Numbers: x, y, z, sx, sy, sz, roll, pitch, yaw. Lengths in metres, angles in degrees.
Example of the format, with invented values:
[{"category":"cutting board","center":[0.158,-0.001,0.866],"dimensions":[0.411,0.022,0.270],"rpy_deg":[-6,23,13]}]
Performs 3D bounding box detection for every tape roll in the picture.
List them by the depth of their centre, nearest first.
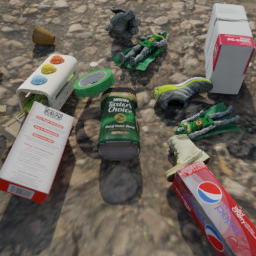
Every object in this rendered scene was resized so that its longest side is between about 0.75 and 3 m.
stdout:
[{"category":"tape roll","center":[-1.158,-1.550,9.586],"dimensions":[1.416,0.340,1.416],"rpy_deg":[-16,31,10]}]

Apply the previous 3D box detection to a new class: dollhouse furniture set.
[{"category":"dollhouse furniture set","center":[-4.064,-0.154,9.358],"dimensions":[2.353,0.909,1.176],"rpy_deg":[34,40,3]}]

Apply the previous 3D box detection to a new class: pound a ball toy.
[{"category":"pound a ball toy","center":[-2.296,-1.729,9.894],"dimensions":[1.956,1.274,3.000],"rpy_deg":[8,40,9]}]

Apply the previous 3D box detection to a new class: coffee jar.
[{"category":"coffee jar","center":[-0.289,-0.237,9.010],"dimensions":[1.303,1.066,2.499],"rpy_deg":[-2,49,-1]}]

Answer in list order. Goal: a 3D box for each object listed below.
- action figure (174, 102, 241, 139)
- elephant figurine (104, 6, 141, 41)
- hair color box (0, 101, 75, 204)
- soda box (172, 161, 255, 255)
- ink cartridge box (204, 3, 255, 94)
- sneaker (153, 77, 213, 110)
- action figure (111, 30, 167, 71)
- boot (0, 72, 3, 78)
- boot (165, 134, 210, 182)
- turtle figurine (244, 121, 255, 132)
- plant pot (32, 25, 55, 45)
[{"category":"action figure","center":[2.555,-0.145,9.295],"dimensions":[2.199,0.601,1.299],"rpy_deg":[-18,54,-10]},{"category":"elephant figurine","center":[-0.329,-4.990,13.069],"dimensions":[1.446,1.586,2.044],"rpy_deg":[-45,40,15]},{"category":"hair color box","center":[-2.580,0.633,8.042],"dimensions":[1.354,0.817,2.667],"rpy_deg":[24,49,-15]},{"category":"soda box","center":[2.211,2.166,7.053],"dimensions":[0.855,0.944,2.696],"rpy_deg":[-20,53,-16]},{"category":"ink cartridge box","center":[3.735,-3.060,10.701],"dimensions":[1.211,2.109,2.905],"rpy_deg":[6,50,6]},{"category":"sneaker","center":[2.058,-1.150,10.076],"dimensions":[2.184,0.807,0.884],"rpy_deg":[-16,58,-4]},{"category":"action figure","center":[0.813,-3.485,12.021],"dimensions":[1.702,0.788,2.881],"rpy_deg":[28,52,25]},{"category":"boot","center":[-5.527,-2.112,11.101],"dimensions":[0.934,0.328,0.683],"rpy_deg":[-33,55,-26]},{"category":"boot","center":[1.503,0.858,8.415],"dimensions":[1.591,0.573,1.230],"rpy_deg":[-22,54,-25]},{"category":"turtle figurine","center":[4.381,-0.130,9.354],"dimensions":[0.846,0.426,0.633],"rpy_deg":[-14,36,7]},{"category":"plant pot","center":[-3.728,-4.064,12.532],"dimensions":[0.840,0.783,0.783],"rpy_deg":[19,51,0]}]
